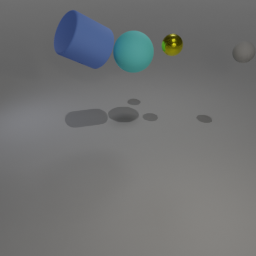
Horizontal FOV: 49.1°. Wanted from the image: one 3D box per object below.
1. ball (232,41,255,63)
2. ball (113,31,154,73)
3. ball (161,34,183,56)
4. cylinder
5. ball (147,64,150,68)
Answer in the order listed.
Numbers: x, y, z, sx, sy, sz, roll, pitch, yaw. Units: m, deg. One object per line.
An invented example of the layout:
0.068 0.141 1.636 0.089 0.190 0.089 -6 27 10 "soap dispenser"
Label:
3.792 -2.485 9.168 0.700 0.700 0.700 0 30 0 "ball"
0.186 -2.624 9.680 1.400 1.400 1.400 0 30 0 "ball"
1.439 -2.695 9.097 0.700 0.700 0.700 0 30 0 "ball"
-1.402 -2.768 8.905 1.400 1.400 1.400 14 16 -41 "cylinder"
0.588 -2.783 11.653 0.700 0.700 0.700 0 30 0 "ball"
